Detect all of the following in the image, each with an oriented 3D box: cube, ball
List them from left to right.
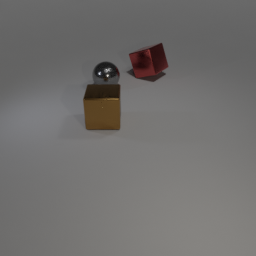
[{"bbox_3d":[-1.007,-0.881,11.469,1.400,1.400,1.400,0,33,0],"label":"cube"},{"bbox_3d":[-1.110,-2.659,14.189,1.400,1.400,1.400,0,34,0],"label":"ball"},{"bbox_3d":[1.147,-3.690,15.358,1.400,1.400,1.400,-1,26,42],"label":"cube"}]
